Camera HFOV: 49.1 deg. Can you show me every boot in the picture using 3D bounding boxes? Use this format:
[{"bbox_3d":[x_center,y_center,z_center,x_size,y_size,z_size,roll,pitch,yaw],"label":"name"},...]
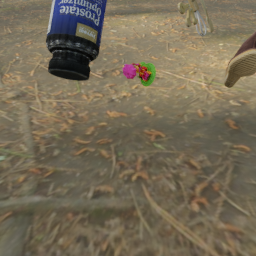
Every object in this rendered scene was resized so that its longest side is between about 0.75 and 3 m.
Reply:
[{"bbox_3d":[3.417,-2.191,8.007,0.719,1.987,1.653,27,76,4],"label":"boot"}]

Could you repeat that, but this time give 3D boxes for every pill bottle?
[{"bbox_3d":[-1.483,-2.805,7.979,1.515,2.709,1.515,8,-3,0],"label":"pill bottle"}]

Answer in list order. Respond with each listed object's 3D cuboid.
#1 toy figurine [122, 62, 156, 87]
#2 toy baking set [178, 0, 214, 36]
[{"bbox_3d":[0.216,-1.721,8.313,0.876,0.714,0.952,5,39,-35],"label":"toy figurine"},{"bbox_3d":[2.103,-4.055,9.259,0.285,1.881,2.450,-10,-7,42],"label":"toy baking set"}]
